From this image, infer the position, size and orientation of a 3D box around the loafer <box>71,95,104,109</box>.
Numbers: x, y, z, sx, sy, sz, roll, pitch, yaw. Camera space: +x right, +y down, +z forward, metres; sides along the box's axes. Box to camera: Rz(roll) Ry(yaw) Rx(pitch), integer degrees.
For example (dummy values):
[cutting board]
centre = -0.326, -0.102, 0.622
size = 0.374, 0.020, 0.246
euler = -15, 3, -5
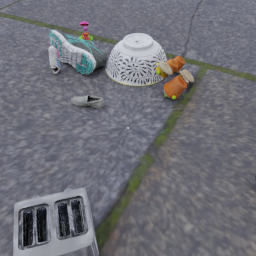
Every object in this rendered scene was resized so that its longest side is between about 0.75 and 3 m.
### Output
[loafer]
centre = -1.350, -0.931, 9.332
size = 1.148, 0.401, 0.401
euler = 6, 45, 7

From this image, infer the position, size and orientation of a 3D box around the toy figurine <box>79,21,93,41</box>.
[toy figurine]
centre = -1.910, -4.292, 12.482
size = 0.672, 0.824, 0.896
euler = -10, 46, -10

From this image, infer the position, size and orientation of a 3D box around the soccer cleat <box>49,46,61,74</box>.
[soccer cleat]
centre = -2.754, -2.515, 10.482
size = 0.369, 1.057, 0.456
euler = 6, 48, 10

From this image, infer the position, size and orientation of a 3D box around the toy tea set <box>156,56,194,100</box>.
[toy tea set]
centre = 1.596, -1.805, 10.024
size = 1.325, 0.825, 2.228
euler = 49, 35, 1

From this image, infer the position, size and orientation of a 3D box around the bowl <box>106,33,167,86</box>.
[bowl]
centre = 0.365, -2.816, 10.696
size = 2.547, 1.195, 2.547
euler = -1, 45, 1

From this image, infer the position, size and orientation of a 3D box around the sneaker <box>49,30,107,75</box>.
[sneaker]
centre = -2.009, -3.129, 11.266
size = 2.914, 1.130, 1.329
euler = 39, 47, 24

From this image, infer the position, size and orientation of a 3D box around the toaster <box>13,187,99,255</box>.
[toaster]
centre = -1.469, 2.162, 5.725
size = 1.542, 1.012, 1.705
euler = -11, 46, -9
